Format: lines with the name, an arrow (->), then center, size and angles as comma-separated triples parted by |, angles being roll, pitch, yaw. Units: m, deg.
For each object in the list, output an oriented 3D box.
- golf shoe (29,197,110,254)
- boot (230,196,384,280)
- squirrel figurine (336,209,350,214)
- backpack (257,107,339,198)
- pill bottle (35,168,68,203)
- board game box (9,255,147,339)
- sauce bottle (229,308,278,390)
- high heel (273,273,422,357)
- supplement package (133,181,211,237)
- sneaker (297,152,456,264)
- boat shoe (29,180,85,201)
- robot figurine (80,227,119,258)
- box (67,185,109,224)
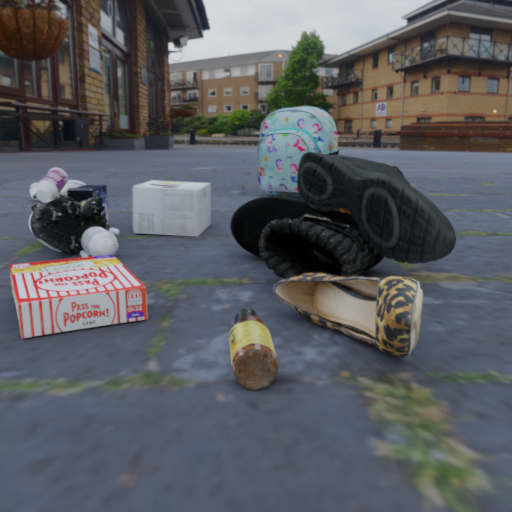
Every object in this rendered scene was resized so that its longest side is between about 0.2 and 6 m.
golf shoe -> -3.942, -0.578, 10.995 | 1.335, 1.099, 2.826 | -5, 4, 5
boot -> 0.477, -0.240, 9.050 | 3.039, 1.143, 2.272 | 8, 16, 28
squirrel figurine -> 2.096, -1.289, 13.193 | 1.126, 1.207, 0.854 | 27, 33, 20
backpack -> 1.317, -3.378, 18.260 | 2.589, 2.917, 2.196 | 9, 16, 29
pill bottle -> -4.020, -1.377, 10.984 | 0.411, 0.411, 0.732 | 2, 41, 9
board game box -> -2.455, 0.473, 7.559 | 1.507, 0.461, 1.989 | -7, 15, -26
sauce bottle -> -0.057, 0.908, 5.858 | 0.466, 0.466, 1.411 | -1, 11, -4
high heel -> 0.906, 0.555, 6.191 | 1.668, 0.836, 2.341 | 9, -2, 8
supplement package -> -1.893, -1.116, 12.821 | 1.456, 1.071, 1.392 | 3, 14, 6
sneaker -> 2.028, -0.960, 8.941 | 1.399, 1.171, 3.083 | -14, 39, -33
boat shoe -> -6.249, -2.002, 17.809 | 1.765, 0.626, 0.616 | -3, 41, -26
robot figurine -> -2.872, -0.222, 10.268 | 0.819, 0.545, 0.966 | -46, 30, -15
box -> -3.829, -1.088, 12.864 | 0.621, 1.007, 0.999 | 0, 14, 3
